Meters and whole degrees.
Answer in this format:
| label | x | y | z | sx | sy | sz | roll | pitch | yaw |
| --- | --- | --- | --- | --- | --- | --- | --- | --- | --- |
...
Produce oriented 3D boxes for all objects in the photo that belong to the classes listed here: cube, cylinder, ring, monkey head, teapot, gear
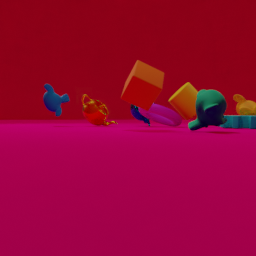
| label | x | y | z | sx | sy | sz | roll | pitch | yaw |
| --- | --- | --- | --- | --- | --- | --- | --- | --- | --- |
| cube | 0.339 | -0.969 | 6.413 | 0.708 | 0.708 | 0.708 | 24 | 42 | -9 |
| cylinder | 1.970 | -0.882 | 9.276 | 0.906 | 0.906 | 0.906 | -44 | 3 | 3 |
| ring | 1.094 | -0.443 | 9.547 | 1.543 | 0.309 | 1.543 | 21 | -8 | 3 |
| monkey head | 1.593 | -0.371 | 5.802 | 0.884 | 0.741 | 1.229 | -22 | 18 | 11 |
| teapot | 0.599 | -0.741 | 10.543 | 1.003 | 1.612 | 0.789 | -11 | -17 | -6 |
| teapot | -1.087 | -0.575 | 10.220 | 0.792 | 1.618 | 1.006 | -40 | 11 | 19 |
| monkey head | -2.738 | -1.068 | 10.744 | 0.947 | 1.316 | 0.793 | -22 | -3 | -9 |
| gear | 3.613 | -0.190 | 8.259 | 1.833 | 0.339 | 1.833 | 0 | 3 | 0 |
| monkey head | 4.188 | -0.643 | 9.431 | 1.351 | 0.814 | 0.972 | 36 | -49 | -11 |
